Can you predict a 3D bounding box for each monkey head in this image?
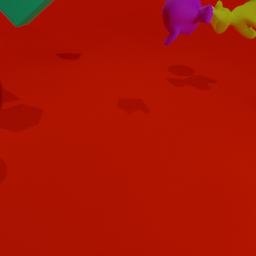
[{"bbox_3d":[1.260,-2.516,6.135,0.879,1.459,1.050,-1,20,-23],"label":"monkey head"}]

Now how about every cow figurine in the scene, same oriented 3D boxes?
[{"bbox_3d":[3.209,-3.269,8.142,1.516,0.845,1.540,40,72,19],"label":"cow figurine"}]

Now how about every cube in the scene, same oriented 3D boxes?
[{"bbox_3d":[-1.941,-2.549,5.094,0.945,0.945,0.945,-38,23,9],"label":"cube"}]

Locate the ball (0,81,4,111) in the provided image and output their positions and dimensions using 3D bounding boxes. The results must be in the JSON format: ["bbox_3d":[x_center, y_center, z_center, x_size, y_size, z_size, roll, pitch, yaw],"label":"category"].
[{"bbox_3d":[-2.527,-0.496,4.106,1.286,1.286,1.286,0,35,0],"label":"ball"}]
